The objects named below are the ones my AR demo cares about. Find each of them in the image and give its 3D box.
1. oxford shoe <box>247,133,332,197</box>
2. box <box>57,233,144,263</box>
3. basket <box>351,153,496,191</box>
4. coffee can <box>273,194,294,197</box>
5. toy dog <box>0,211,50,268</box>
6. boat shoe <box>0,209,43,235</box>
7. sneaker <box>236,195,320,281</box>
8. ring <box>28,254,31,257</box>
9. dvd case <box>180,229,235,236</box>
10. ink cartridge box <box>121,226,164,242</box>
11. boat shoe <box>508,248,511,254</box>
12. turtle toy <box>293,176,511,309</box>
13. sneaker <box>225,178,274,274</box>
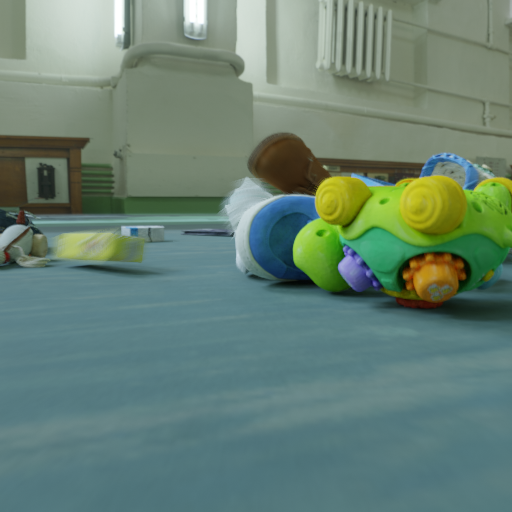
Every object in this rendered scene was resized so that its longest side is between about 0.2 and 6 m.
[{"bbox_3d":[0.937,-1.599,11.211,1.105,1.106,3.100,47,18,27],"label":"oxford shoe"},{"bbox_3d":[-2.306,-0.120,8.224,1.512,0.379,0.569,1,-6,43],"label":"box"},{"bbox_3d":[3.040,-0.919,9.714,2.531,1.760,2.231,9,15,-11],"label":"basket"},{"bbox_3d":[0.447,-0.646,11.145,1.123,1.123,1.534,-2,5,-17],"label":"coffee can"},{"bbox_3d":[-3.940,-0.296,8.992,1.130,0.825,1.714,-2,7,-22],"label":"toy dog"},{"bbox_3d":[-4.844,-0.531,11.294,0.905,0.747,2.417,0,-1,2],"label":"boat shoe"},{"bbox_3d":[1.347,-0.245,6.798,3.017,1.158,1.678,4,-7,-37],"label":"sneaker"},{"bbox_3d":[-4.841,-0.077,10.387,1.755,0.168,1.755,0,5,0],"label":"ring"},{"bbox_3d":[-1.118,-0.716,17.147,1.941,0.155,1.443,4,7,33],"label":"dvd case"},{"bbox_3d":[-2.866,-0.551,14.180,0.915,0.383,0.664,-3,6,-32],"label":"ink cartridge box"},{"bbox_3d":[5.054,-0.455,11.064,2.739,0.775,0.940,-1,5,-7],"label":"boat shoe"},{"bbox_3d":[1.361,-0.151,5.457,1.748,1.212,2.399,-6,9,-43],"label":"turtle toy"},{"bbox_3d":[-0.104,-0.449,7.830,0.733,0.836,2.085,-40,16,20],"label":"sneaker"}]
